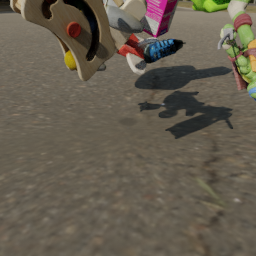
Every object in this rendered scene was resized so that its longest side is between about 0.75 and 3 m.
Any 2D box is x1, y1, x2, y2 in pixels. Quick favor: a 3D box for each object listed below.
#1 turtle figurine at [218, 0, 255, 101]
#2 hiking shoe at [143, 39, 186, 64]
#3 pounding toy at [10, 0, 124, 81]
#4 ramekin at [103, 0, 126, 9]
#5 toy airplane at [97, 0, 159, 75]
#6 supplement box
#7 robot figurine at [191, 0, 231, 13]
[{"bbox_3d":[2.534,-1.734,5.085,1.536,2.135,2.070,-9,62,27],"label":"turtle figurine"},{"bbox_3d":[0.737,-1.652,5.821,0.465,0.399,1.072,4,34,44],"label":"hiking shoe"},{"bbox_3d":[-0.815,-1.550,3.954,1.186,2.073,1.189,-33,47,-17],"label":"pounding toy"},{"bbox_3d":[-1.242,-3.865,8.321,1.331,2.857,2.857,-31,0,45],"label":"ramekin"},{"bbox_3d":[-0.506,-1.921,6.175,2.298,2.308,1.629,19,60,25],"label":"toy airplane"},{"bbox_3d":[1.035,-4.010,9.206,0.892,1.725,0.873,37,49,17],"label":"supplement box"},{"bbox_3d":[2.219,-4.070,7.896,1.163,1.763,2.010,-17,52,-6],"label":"robot figurine"}]
